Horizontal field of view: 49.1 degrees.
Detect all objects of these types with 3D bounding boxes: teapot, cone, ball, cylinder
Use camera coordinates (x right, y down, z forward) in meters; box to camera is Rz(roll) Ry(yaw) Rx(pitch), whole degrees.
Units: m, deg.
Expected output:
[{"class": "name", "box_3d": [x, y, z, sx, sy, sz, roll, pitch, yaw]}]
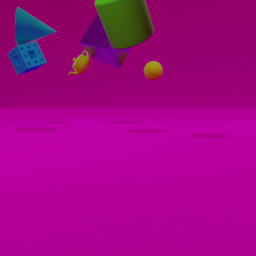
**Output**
[{"class": "teapot", "box_3d": [-1.992, -2.629, 11.539, 0.634, 1.295, 0.805, 32, -13, -20]}, {"class": "cone", "box_3d": [-3.337, -3.634, 10.330, 1.357, 1.352, 1.352, 3, 4, -13]}, {"class": "ball", "box_3d": [1.015, -2.295, 11.242, 0.741, 0.741, 0.741, 0, 4, 0]}, {"class": "cylinder", "box_3d": [-0.064, -2.468, 6.225, 1.047, 1.047, 1.047, -16, 36, 12]}]

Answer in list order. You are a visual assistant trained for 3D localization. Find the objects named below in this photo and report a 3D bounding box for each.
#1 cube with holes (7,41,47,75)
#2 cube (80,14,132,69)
[{"class": "cube with holes", "box_3d": [-3.630, -2.509, 10.086, 0.819, 0.819, 0.819, -13, 16, 44]}, {"class": "cube", "box_3d": [-0.736, -3.213, 10.450, 1.274, 1.274, 1.274, 24, -10, 28]}]
